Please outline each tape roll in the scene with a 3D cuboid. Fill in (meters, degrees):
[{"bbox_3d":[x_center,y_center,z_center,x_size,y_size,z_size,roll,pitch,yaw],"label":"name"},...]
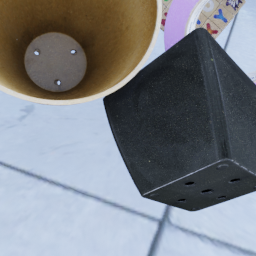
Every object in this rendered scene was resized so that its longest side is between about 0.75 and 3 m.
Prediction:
[{"bbox_3d":[2.112,-1.819,5.448,2.700,2.700,0.886,16,28,18],"label":"tape roll"}]

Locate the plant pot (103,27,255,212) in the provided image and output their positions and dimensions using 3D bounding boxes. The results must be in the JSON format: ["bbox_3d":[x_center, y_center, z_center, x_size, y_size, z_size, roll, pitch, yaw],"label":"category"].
[{"bbox_3d":[0.865,0.127,3.660,1.700,1.704,1.512,27,43,-39],"label":"plant pot"}]

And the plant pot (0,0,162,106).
[{"bbox_3d":[-1.170,-1.436,4.519,2.571,2.571,2.758,-14,0,-16],"label":"plant pot"}]

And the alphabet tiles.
[{"bbox_3d":[1.338,-3.395,6.645,2.813,0.089,2.341,40,88,-4],"label":"alphabet tiles"}]
